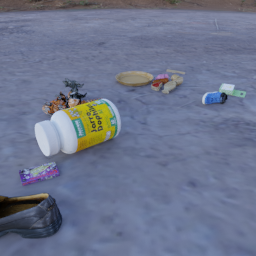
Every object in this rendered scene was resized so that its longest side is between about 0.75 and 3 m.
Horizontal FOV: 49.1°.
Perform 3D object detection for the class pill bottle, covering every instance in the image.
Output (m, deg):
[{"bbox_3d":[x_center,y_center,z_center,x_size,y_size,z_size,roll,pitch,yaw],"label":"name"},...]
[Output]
[{"bbox_3d":[-1.556,-0.005,8.813,2.446,1.379,1.379,-20,34,-33],"label":"pill bottle"}]

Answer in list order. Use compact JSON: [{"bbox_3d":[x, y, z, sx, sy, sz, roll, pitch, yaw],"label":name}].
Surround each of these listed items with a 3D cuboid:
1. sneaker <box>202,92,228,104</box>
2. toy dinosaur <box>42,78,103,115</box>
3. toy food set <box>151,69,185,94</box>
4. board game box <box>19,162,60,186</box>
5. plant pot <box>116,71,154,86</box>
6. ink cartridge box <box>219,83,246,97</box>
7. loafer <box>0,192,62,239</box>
[{"bbox_3d":[3.799,-1.272,12.049,1.267,0.486,0.705,-17,24,-39],"label":"sneaker"},{"bbox_3d":[-2.214,-1.001,11.295,2.299,1.174,1.560,10,48,-14],"label":"toy dinosaur"},{"bbox_3d":[1.921,-2.289,14.098,1.470,0.364,2.312,18,41,30],"label":"toy food set"},{"bbox_3d":[-2.481,1.264,7.824,1.008,0.163,0.605,-13,36,-23],"label":"board game box"},{"bbox_3d":[0.337,-2.561,14.611,1.980,0.272,1.980,1,28,0],"label":"plant pot"},{"bbox_3d":[4.954,-1.781,13.223,1.157,0.278,0.842,12,31,24],"label":"ink cartridge box"},{"bbox_3d":[-2.768,1.801,6.003,2.591,0.937,0.943,-5,30,-7],"label":"loafer"}]
